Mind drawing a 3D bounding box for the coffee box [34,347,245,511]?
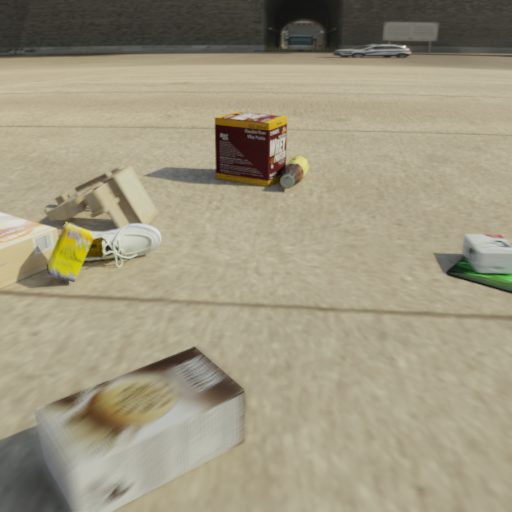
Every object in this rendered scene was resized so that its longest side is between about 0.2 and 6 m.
[{"bbox_3d":[-1.089,1.667,5.499,1.759,0.702,0.994,-17,29,-34],"label":"coffee box"}]

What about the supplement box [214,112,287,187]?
[{"bbox_3d":[-0.127,-2.804,14.565,1.597,1.619,1.075,12,26,26],"label":"supplement box"}]

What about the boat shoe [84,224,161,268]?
[{"bbox_3d":[-2.536,-0.161,9.753,1.721,0.636,0.734,-2,24,-5],"label":"boat shoe"}]

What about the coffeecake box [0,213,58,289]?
[{"bbox_3d":[-4.593,-0.146,9.659,1.883,0.688,1.446,14,27,29],"label":"coffeecake box"}]

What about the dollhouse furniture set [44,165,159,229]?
[{"bbox_3d":[-3.439,-0.794,11.617,2.433,1.188,2.075,-19,21,24],"label":"dollhouse furniture set"}]

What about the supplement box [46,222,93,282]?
[{"bbox_3d":[-3.013,-0.061,9.050,0.438,0.805,0.441,22,8,-29],"label":"supplement box"}]

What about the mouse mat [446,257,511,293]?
[{"bbox_3d":[4.365,0.304,9.425,1.883,0.071,1.515,17,29,36],"label":"mouse mat"}]

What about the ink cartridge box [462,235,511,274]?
[{"bbox_3d":[4.039,-0.048,9.681,0.657,0.373,0.902,1,22,3],"label":"ink cartridge box"}]

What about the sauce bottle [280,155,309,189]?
[{"bbox_3d":[0.969,-2.145,14.365,0.582,0.582,1.763,5,22,12],"label":"sauce bottle"}]
